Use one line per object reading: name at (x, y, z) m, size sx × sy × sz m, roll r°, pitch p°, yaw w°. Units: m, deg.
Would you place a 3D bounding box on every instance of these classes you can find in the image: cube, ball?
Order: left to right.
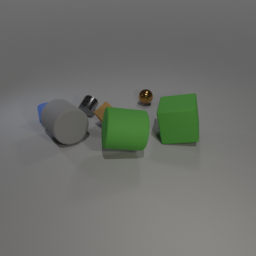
cube at (-0.844, -0.522, 11.541) m, size 0.700 × 0.700 × 0.700 m, roll -43°, pitch 62°, yaw -7°
ball at (0.850, -1.502, 13.381) m, size 0.700 × 0.700 × 0.700 m, roll 0°, pitch 31°, yaw 0°
cube at (1.958, -0.362, 10.735) m, size 1.400 × 1.400 × 1.400 m, roll -4°, pitch 30°, yaw 16°

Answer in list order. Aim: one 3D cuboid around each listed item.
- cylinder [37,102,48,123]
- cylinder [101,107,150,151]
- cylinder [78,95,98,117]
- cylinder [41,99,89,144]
cylinder at (-3.428, -0.620, 11.848) m, size 0.700 × 0.700 × 0.700 m, roll -10°, pitch 72°, yaw -16°
cylinder at (-0.120, 0.036, 9.573) m, size 1.400 × 1.400 × 1.400 m, roll 5°, pitch 30°, yaw -12°
cylinder at (-1.776, -0.985, 12.512) m, size 0.700 × 0.700 × 0.700 m, roll 12°, pitch 55°, yaw 19°
cylinder at (-2.436, -0.269, 10.736) m, size 1.400 × 1.400 × 1.400 m, roll -20°, pitch 32°, yaw -30°
